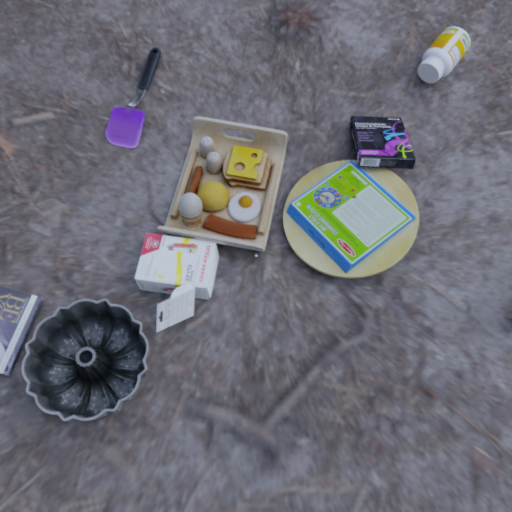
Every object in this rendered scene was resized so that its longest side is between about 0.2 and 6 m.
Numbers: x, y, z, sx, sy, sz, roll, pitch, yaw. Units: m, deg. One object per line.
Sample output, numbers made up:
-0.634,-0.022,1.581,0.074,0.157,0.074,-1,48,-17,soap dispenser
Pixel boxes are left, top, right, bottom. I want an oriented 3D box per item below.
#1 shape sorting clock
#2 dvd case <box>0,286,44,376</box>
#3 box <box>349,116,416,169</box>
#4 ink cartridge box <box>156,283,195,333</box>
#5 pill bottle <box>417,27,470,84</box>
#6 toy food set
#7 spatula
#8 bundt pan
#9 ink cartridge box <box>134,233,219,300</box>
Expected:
1.629,-0.670,9.755,2.325,0.456,2.325,-2,62,3,shape sorting clock
-4.527,1.057,9.033,1.785,0.143,1.327,15,68,5,dvd case
2.301,-2.116,10.336,1.007,0.254,1.408,2,43,-3,box
-1.286,0.800,8.731,0.725,0.589,0.207,-20,43,-35,ink cartridge box
3.761,-4.026,11.305,0.644,0.644,1.160,35,69,16,pill bottle
-0.533,-1.320,9.879,1.824,0.768,2.542,10,63,5,toy food set
-2.338,-3.218,11.128,0.697,0.253,2.465,11,64,6,spatula
-2.505,1.630,8.502,1.868,0.701,1.868,0,63,-1,bundt pan
-1.297,0.167,9.322,1.212,0.506,0.880,8,64,4,ink cartridge box
